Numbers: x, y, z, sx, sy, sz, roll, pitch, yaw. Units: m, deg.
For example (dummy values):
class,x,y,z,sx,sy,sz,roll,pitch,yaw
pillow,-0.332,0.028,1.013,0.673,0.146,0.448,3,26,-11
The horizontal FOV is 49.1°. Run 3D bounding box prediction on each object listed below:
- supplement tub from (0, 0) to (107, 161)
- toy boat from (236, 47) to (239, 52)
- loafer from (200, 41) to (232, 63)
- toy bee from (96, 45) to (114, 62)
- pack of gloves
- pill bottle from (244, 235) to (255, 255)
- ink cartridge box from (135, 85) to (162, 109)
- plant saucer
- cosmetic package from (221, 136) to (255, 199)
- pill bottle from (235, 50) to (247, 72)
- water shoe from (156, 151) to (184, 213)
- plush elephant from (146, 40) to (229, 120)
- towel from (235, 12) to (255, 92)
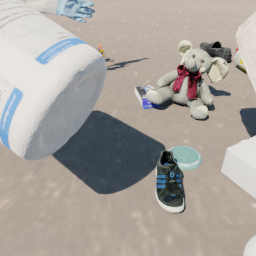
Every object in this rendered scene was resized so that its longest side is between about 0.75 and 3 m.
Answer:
class,x,y,z,sx,sy,sz,roll,pitch,yaw
supplement tub,-1.867,-0.978,4.039,2.750,1.814,1.814,35,41,7
toy boat,5.306,-3.662,12.701,0.776,0.507,0.507,-15,36,-22
loafer,3.824,-3.452,12.196,0.676,0.699,1.991,-11,34,-17
toy bee,-1.295,-3.024,11.512,0.900,0.747,1.375,21,38,31
pack of gloves,-1.702,-4.053,8.067,2.146,1.803,0.423,-2,29,-36
pill bottle,2.236,1.802,3.568,2.157,1.233,1.233,-18,37,-26
ink cartridge box,0.631,-0.988,8.826,0.599,0.236,1.205,-6,34,-11
plant saucer,1.275,0.646,6.399,0.837,0.115,0.837,0,32,0
cosmetic package,2.820,0.941,5.400,0.991,0.713,1.757,-16,35,-24
pill bottle,4.788,-2.401,10.366,0.923,0.923,1.638,-7,33,-11
water shoe,0.770,0.986,5.455,0.503,0.555,1.407,-2,33,-4
plush elephant,1.864,-1.533,8.196,1.793,1.686,2.177,24,35,18
towel,2.543,-1.403,4.811,0.311,1.196,1.804,8,58,-28
